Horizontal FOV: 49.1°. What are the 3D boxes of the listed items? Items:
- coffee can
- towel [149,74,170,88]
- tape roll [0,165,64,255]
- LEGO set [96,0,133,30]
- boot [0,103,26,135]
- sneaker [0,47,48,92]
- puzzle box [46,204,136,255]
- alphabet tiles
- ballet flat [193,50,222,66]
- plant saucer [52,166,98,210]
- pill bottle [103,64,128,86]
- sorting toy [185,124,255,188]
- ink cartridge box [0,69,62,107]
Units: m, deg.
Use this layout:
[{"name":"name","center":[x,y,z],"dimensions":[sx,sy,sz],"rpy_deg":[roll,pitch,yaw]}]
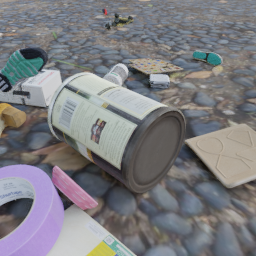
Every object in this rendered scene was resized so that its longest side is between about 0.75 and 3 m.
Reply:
[{"name":"coffee can","center":[-0.324,-0.008,6.987],"dimensions":[2.835,2.075,2.075],"rpy_deg":[28,44,35]},{"name":"towel","center":[1.253,-1.863,11.250],"dimensions":[0.801,0.343,0.664],"rpy_deg":[2,36,0]},{"name":"tape roll","center":[-2.380,1.735,5.367],"dimensions":[2.168,0.711,2.168],"rpy_deg":[-8,39,6]},{"name":"LEGO set","center":[-0.420,-4.627,9.630],"dimensions":[1.743,2.685,0.761],"rpy_deg":[8,0,19]},{"name":"boot","center":[-4.477,-0.008,8.241],"dimensions":[1.816,0.893,2.537],"rpy_deg":[12,35,29]},{"name":"sneaker","center":[-2.881,-1.755,7.770],"dimensions":[2.059,0.766,0.901],"rpy_deg":[-20,26,30]},{"name":"puzzle box","center":[-0.888,2.337,5.229],"dimensions":[1.879,0.239,1.250],"rpy_deg":[28,43,34]},{"name":"alphabet tiles","center":[1.036,-2.818,12.558],"dimensions":[1.890,0.085,2.260],"rpy_deg":[-12,30,-26]},{"name":"ballet flat","center":[3.844,-3.350,13.309],"dimensions":[1.589,0.552,0.552],"rpy_deg":[29,44,36]},{"name":"plant saucer","center":[-1.188,1.322,5.982],"dimensions":[1.232,1.232,0.312],"rpy_deg":[31,70,36]},{"name":"pill bottle","center":[-0.464,-2.033,11.127],"dimensions":[0.739,0.739,1.306],"rpy_deg":[9,36,13]},{"name":"sorting toy","center":[3.322,0.584,7.600],"dimensions":[2.941,0.433,2.174],"rpy_deg":[-15,32,-15]},{"name":"ink cartridge box","center":[-3.643,-1.553,10.342],"dimensions":[1.991,0.834,1.437],"rpy_deg":[8,35,12]}]
